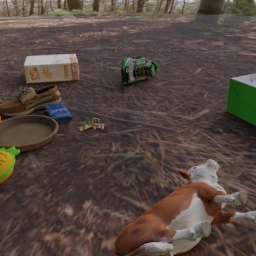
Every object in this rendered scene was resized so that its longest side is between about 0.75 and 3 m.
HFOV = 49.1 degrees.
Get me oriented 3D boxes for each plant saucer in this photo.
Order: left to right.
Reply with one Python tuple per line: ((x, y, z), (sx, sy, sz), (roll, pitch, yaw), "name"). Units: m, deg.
((-3.168, 0.148, 8.510), (2.079, 0.306, 2.079), (1, 28, 0), "plant saucer")

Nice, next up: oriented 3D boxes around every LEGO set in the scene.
((-1.198, -0.134, 9.042), (0.818, 0.305, 0.376), (-3, 28, -7), "LEGO set")

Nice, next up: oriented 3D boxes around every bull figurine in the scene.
((1.110, 1.510, 4.878), (2.967, 0.966, 1.801), (-31, 10, -35), "bull figurine")

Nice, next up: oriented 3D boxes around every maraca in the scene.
((-3.120, 0.854, 6.672), (0.920, 0.718, 1.342), (-2, 30, 4), "maraca")

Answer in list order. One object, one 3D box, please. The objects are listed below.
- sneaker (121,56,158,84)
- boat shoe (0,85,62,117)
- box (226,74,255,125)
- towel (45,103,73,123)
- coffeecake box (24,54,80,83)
((0.579, -2.828, 13.370), (1.254, 1.148, 2.943), (14, 30, 24), "sneaker")
((-3.596, -1.080, 10.280), (2.310, 0.853, 0.874), (-21, 34, -34), "boat shoe")
((5.220, -0.869, 9.401), (2.434, 1.334, 2.758), (-13, 29, -19), "box")
((-2.442, -0.547, 9.851), (0.701, 0.305, 1.256), (-13, 30, -25), "towel")
((-3.757, -3.006, 13.956), (2.479, 0.906, 1.903), (-6, 28, -12), "coffeecake box")
